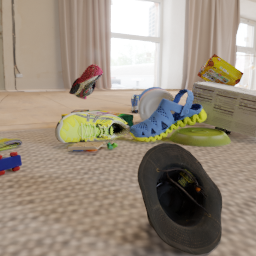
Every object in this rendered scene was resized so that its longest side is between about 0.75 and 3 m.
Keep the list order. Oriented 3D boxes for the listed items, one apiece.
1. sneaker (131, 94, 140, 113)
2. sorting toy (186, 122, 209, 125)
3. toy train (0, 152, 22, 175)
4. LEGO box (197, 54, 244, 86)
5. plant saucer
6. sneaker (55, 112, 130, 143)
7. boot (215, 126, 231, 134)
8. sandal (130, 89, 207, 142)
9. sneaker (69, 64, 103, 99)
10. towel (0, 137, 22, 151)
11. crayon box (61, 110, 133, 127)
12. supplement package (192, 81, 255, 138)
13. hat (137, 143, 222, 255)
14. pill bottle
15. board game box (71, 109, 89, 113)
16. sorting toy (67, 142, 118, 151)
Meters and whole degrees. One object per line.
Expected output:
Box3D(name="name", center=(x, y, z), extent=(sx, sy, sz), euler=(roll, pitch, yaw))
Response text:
Box3D(name="sneaker", center=(0.715, -1.628, 17.663), extent=(1.062, 1.080, 2.804), euler=(-2, 9, 0))
Box3D(name="sorting toy", center=(3.347, -0.534, 13.075), extent=(1.600, 0.557, 1.590), euler=(-1, 11, 1))
Box3D(name="toy train", center=(-2.975, 0.826, 6.247), extent=(0.590, 0.431, 1.019), euler=(-5, 5, 41))
Box3D(name="LEGO box", center=(3.876, -2.258, 11.801), extent=(1.478, 0.570, 1.101), euler=(32, -22, -4))
Box3D(name="plant saucer", center=(2.439, 0.252, 9.545), extent=(2.035, 0.316, 2.035), euler=(0, 11, 0))
Box3D(name="sneaker", center=(-1.089, -0.040, 9.246), extent=(2.670, 1.007, 1.020), euler=(-10, 14, -39))
Box3D(name="boot", center=(3.695, 0.105, 10.700), extent=(0.529, 0.274, 0.809), euler=(27, 21, 38))
Box3D(name="sandal", center=(1.319, -0.473, 9.689), extent=(2.895, 1.260, 1.151), euler=(-24, 25, -18))
Box3D(name="sneaker", center=(-1.442, -1.683, 10.327), extent=(0.720, 0.777, 1.927), euler=(29, -31, -25))
Box3D(name="towel", center=(-4.705, 0.441, 8.565), extent=(2.560, 0.291, 1.838), euler=(7, 13, 34))
Box3D(name="crayon box", center=(-1.249, -0.262, 11.331), extent=(2.255, 0.657, 1.946), euler=(10, 15, 44))
Box3D(name="supplement package", center=(3.939, -0.818, 10.775), extent=(2.622, 1.454, 2.042), euler=(19, 19, 29))
Box3D(name="hat", center=(0.610, 1.021, 3.996), extent=(1.621, 1.621, 0.654), euler=(-11, -25, -46))
Box3D(name="pill bottle", center=(1.258, -1.043, 12.798), extent=(1.665, 1.665, 2.968), euler=(0, 12, 1))
Box3D(name="board game box", center=(-2.726, -0.892, 16.030), extent=(0.827, 0.211, 1.221), euler=(0, 10, 1))
Box3D(name="sorting toy", center=(-0.999, 0.555, 8.197), extent=(1.324, 0.195, 0.979), euler=(-1, 5, 11))
